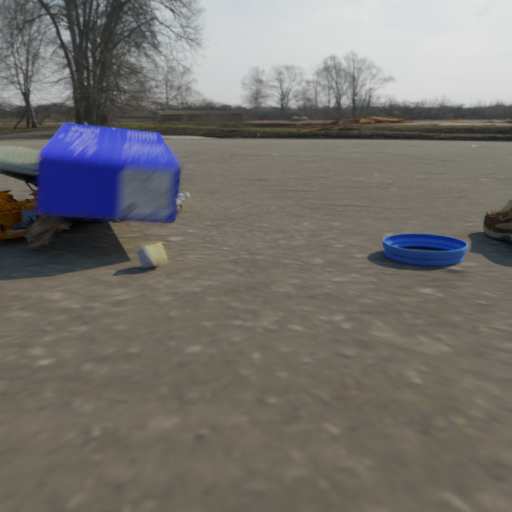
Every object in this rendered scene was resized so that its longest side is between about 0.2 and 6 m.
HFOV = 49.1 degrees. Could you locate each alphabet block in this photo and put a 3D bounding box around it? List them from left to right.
[{"bbox_3d":[-1.423,0.001,7.655,0.266,0.260,0.261,-15,-8,-40],"label":"alphabet block"}]

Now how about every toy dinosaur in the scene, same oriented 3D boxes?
[{"bbox_3d":[-3.258,-0.434,8.553,1.033,0.444,0.700,-21,19,20],"label":"toy dinosaur"}]

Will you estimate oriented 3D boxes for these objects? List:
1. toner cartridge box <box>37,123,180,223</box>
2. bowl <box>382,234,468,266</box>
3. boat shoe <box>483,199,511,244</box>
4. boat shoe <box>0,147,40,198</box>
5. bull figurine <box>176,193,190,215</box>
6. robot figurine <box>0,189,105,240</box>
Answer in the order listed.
[{"bbox_3d":[-2.546,-1.590,9.838,1.980,0.900,4.169,4,18,-15],"label":"toner cartridge box"},{"bbox_3d":[2.479,-0.096,8.268,1.207,0.237,1.207,0,14,0],"label":"bowl"},{"bbox_3d":[4.338,-0.567,9.064,0.767,0.749,2.027,-1,14,-2],"label":"boat shoe"},{"bbox_3d":[-4.320,-1.598,11.792,2.846,0.886,1.062,13,25,-20],"label":"boat shoe"},{"bbox_3d":[-2.041,-1.085,11.645,1.419,0.462,0.862,-6,11,-17],"label":"bull figurine"},{"bbox_3d":[-3.958,-0.853,10.098,1.981,0.795,2.732,9,17,26],"label":"robot figurine"}]
